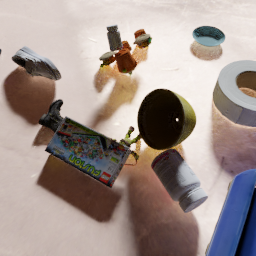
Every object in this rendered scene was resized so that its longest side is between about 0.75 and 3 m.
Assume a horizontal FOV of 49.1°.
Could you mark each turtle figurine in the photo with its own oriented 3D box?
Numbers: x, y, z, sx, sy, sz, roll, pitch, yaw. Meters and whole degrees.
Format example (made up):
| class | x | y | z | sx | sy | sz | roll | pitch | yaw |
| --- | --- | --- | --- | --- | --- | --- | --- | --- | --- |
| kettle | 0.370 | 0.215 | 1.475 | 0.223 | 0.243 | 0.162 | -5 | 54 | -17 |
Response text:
| class | x | y | z | sx | sy | sz | roll | pitch | yaw |
| --- | --- | --- | --- | --- | --- | --- | --- | --- | --- |
| turtle figurine | -0.115 | 0.464 | 9.049 | 1.468 | 0.473 | 1.184 | 30 | 60 | 20 |

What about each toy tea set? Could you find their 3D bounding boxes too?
| class | x | y | z | sx | sy | sz | roll | pitch | yaw |
| --- | --- | --- | --- | --- | --- | --- | --- | --- | --- |
| toy tea set | 0.201 | -3.061 | 11.518 | 2.731 | 1.011 | 1.624 | -42 | 35 | -22 |

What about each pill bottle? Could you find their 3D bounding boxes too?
| class | x | y | z | sx | sy | sz | roll | pitch | yaw |
| --- | --- | --- | --- | --- | --- | --- | --- | --- | --- |
| pill bottle | -0.511 | -3.355 | 10.436 | 0.510 | 0.899 | 0.510 | -9 | 26 | 4 |
| pill bottle | 1.459 | 1.491 | 8.012 | 0.947 | 0.947 | 1.671 | -23 | 57 | -16 |

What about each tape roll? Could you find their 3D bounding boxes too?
| class | x | y | z | sx | sy | sz | roll | pitch | yaw |
| --- | --- | --- | --- | --- | --- | --- | --- | --- | --- |
| tape roll | 4.387 | -1.266 | 10.028 | 2.571 | 0.899 | 2.571 | 0 | 54 | 0 |

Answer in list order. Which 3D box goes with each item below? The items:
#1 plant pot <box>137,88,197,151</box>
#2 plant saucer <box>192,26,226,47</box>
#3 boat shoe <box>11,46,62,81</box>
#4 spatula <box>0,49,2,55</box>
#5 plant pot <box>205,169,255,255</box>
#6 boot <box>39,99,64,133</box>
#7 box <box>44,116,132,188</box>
| class | x | y | z | sx | sy | sz | roll | pitch | yaw |
| --- | --- | --- | --- | --- | --- | --- | --- | --- | --- |
| plant pot | 1.416 | -0.265 | 8.909 | 1.338 | 1.885 | 1.885 | 0 | 46 | -43 |
| plant saucer | 3.537 | -3.985 | 12.376 | 1.458 | 0.281 | 1.458 | 0 | 54 | -1 |
| boat shoe | -3.593 | -2.351 | 10.912 | 2.532 | 0.932 | 0.828 | 31 | 63 | 32 |
| spatula | -5.573 | -2.125 | 11.014 | 0.841 | 0.306 | 2.974 | 5 | 54 | 1 |
| plant pot | 3.092 | 2.795 | 5.990 | 2.606 | 2.899 | 2.899 | 19 | 56 | 22 |
| boot | -2.288 | -0.296 | 9.667 | 1.145 | 0.455 | 1.315 | 26 | 65 | 14 |
| box | -1.237 | 0.706 | 8.663 | 2.395 | 0.416 | 1.318 | 25 | 78 | 17 |
